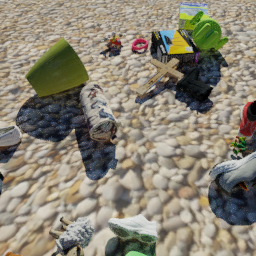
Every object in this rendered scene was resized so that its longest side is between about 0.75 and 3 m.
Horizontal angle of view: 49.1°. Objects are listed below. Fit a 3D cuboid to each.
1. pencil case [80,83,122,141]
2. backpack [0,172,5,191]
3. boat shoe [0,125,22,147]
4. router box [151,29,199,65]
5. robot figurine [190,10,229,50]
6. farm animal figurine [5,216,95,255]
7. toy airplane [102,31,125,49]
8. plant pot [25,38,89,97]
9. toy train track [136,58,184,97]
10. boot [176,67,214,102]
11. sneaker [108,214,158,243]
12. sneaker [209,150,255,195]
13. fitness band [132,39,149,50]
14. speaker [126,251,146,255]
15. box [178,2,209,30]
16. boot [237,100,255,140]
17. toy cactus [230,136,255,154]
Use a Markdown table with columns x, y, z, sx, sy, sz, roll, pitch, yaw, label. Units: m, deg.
| x | y | z | sx | sy | sz | roll | pitch | yaw | label |
| --- | --- | --- | --- | --- | --- | --- | --- | --- | --- |
| -1.060 | -0.634 | 10.128 | 1.113 | 0.968 | 2.488 | -15 | 46 | -10 | pencil case |
| -3.987 | 1.669 | 7.889 | 0.812 | 0.862 | 1.056 | 35 | 59 | 14 | backpack |
| -4.663 | 0.308 | 9.346 | 2.037 | 0.706 | 0.721 | -16 | 46 | -16 | boat shoe |
| 2.262 | -4.065 | 13.926 | 1.825 | 0.625 | 2.446 | -6 | 44 | -6 | router box |
| 3.896 | -4.687 | 13.835 | 2.072 | 1.367 | 2.362 | 42 | 27 | -4 | robot figurine |
| -1.466 | 3.495 | 5.291 | 1.464 | 2.807 | 2.776 | 17 | 18 | 20 | farm animal figurine |
| -0.746 | -4.653 | 14.464 | 1.045 | 0.741 | 1.050 | 8 | 45 | 10 | toy airplane |
| -2.987 | -2.226 | 11.365 | 2.094 | 1.959 | 1.959 | -36 | 52 | -11 | plant pot |
| 1.309 | -2.130 | 12.130 | 1.593 | 0.452 | 2.777 | 34 | 59 | 21 | toy train track |
| 2.914 | -1.813 | 11.628 | 1.325 | 0.598 | 1.617 | 30 | 59 | 30 | boot |
| 0.139 | 2.526 | 7.279 | 1.317 | 0.513 | 0.654 | 15 | 39 | 2 | sneaker |
| 3.645 | 1.297 | 8.315 | 2.412 | 0.891 | 0.956 | -19 | 56 | -10 | sneaker |
| 0.637 | -4.338 | 14.545 | 0.788 | 0.205 | 1.097 | 12 | 44 | 15 | fitness band |
| -0.196 | 3.818 | 5.441 | 1.133 | 1.133 | 2.563 | 21 | 48 | 20 | speaker |
| 3.891 | -6.733 | 16.685 | 1.703 | 0.666 | 2.793 | 6 | 45 | 5 | box |
| 4.428 | -0.655 | 9.883 | 0.680 | 1.355 | 1.878 | 17 | 46 | 17 | boot |
| 3.781 | 0.580 | 9.193 | 0.764 | 0.474 | 0.926 | 20 | 29 | 20 | toy cactus |
